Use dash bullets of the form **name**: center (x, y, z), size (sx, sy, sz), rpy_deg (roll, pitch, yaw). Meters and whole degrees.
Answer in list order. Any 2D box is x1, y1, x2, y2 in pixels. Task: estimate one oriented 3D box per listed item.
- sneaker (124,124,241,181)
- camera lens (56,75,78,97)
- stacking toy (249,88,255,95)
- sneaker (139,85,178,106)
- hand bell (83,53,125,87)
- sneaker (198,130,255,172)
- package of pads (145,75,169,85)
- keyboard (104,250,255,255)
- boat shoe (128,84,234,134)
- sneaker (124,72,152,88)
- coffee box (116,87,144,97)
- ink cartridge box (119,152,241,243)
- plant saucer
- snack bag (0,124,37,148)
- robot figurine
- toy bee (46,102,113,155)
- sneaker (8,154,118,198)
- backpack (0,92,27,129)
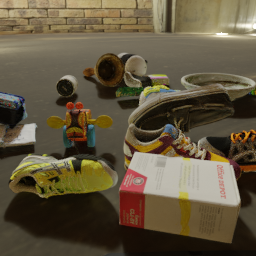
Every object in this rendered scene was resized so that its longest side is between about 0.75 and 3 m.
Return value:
- **sneaker**: center (1.109, 0.534, 5.910), size (2.508, 1.130, 0.940), rpy_deg (5, 23, 12)
- **camera lens**: center (-2.565, -1.784, 11.855), size (0.787, 0.787, 0.984), rpy_deg (1, 22, 2)
- **stacking toy**: center (5.402, -1.615, 11.874), size (0.553, 0.553, 1.296), rpy_deg (-20, 34, -39)
- **sneaker**: center (1.324, -0.952, 9.633), size (1.371, 0.988, 2.610), rpy_deg (10, 24, 20)
- **hand bell**: center (-1.602, -2.886, 14.376), size (1.544, 1.544, 2.966), rpy_deg (-14, 14, -30)
- **sneaker**: center (2.960, 0.416, 6.331), size (2.665, 1.029, 1.043), rpy_deg (6, 23, 16)
- **package of pads**: center (1.402, -2.373, 13.776), size (1.108, 0.378, 0.856), rpy_deg (-1, 23, -3)
- **keyboard**: center (1.012, 1.927, 3.396), size (2.817, 0.558, 1.466), rpy_deg (-2, 23, -2)
- **boat shoe**: center (1.473, -0.378, 7.693), size (2.935, 1.058, 1.041), rpy_deg (-19, 51, 2)
- **sneaker**: center (0.490, -2.250, 13.270), size (0.866, 0.617, 1.746), rpy_deg (-10, 30, -27)
- **coffee box**: center (0.059, -1.442, 11.223), size (1.011, 0.222, 0.622), rpy_deg (-3, -10, -16)
- **ink cartridge box**: center (0.885, 1.140, 4.937), size (1.842, 0.768, 1.337), rpy_deg (5, 23, 12)
- **plant saucer**: center (3.652, -1.628, 11.544), size (2.940, 0.738, 2.940), rpy_deg (0, 22, 0)
- **snack bag**: center (-3.441, 0.181, 7.745), size (1.782, 0.191, 1.680), rpy_deg (-4, 18, -16)
- **robot figurine**: center (0.058, -3.183, 14.585), size (1.303, 1.569, 2.089), rpy_deg (29, 0, -39)
- **toy bee**: center (-1.174, -0.097, 7.165), size (1.631, 1.354, 2.491), rpy_deg (-8, 24, -21)
- **sneaker**: center (-1.246, 1.023, 5.375), size (2.184, 0.823, 0.834), rpy_deg (-3, 28, 19)
- **backpack**: center (-3.668, -0.628, 8.530), size (1.176, 0.866, 1.288), rpy_deg (14, 18, 0)
